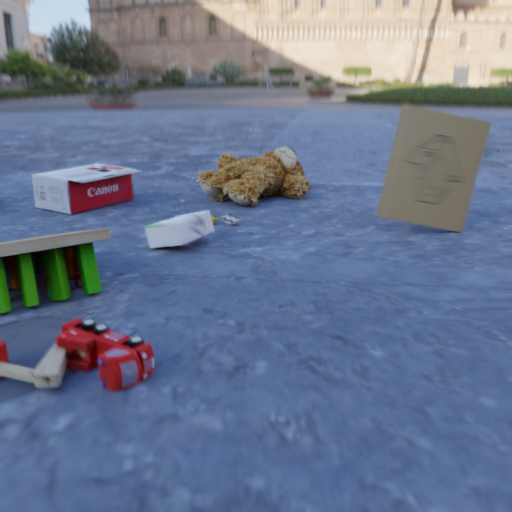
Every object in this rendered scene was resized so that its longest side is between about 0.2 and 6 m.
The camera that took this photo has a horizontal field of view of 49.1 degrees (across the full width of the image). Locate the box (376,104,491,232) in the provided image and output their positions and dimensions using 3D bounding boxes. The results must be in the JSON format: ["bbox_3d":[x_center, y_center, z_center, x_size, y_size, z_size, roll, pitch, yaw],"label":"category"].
[{"bbox_3d":[3.284,-1.595,10.433,1.721,2.105,0.224,9,12,-11],"label":"box"}]

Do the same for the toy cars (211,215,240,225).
[{"bbox_3d":[-0.736,-0.703,11.294,0.820,0.182,0.368,4,22,2],"label":"toy cars"}]

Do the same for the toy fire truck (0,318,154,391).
[{"bbox_3d":[-1.944,1.038,5.612,1.583,0.386,1.116,13,22,32],"label":"toy fire truck"}]

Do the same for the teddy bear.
[{"bbox_3d":[0.083,-2.003,13.781,3.343,1.116,2.424,-13,24,-34],"label":"teddy bear"}]

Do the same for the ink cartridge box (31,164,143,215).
[{"bbox_3d":[-3.782,-1.541,12.813,1.669,0.797,1.902,12,22,32],"label":"ink cartridge box"}]

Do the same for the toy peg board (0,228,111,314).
[{"bbox_3d":[-3.120,0.190,7.832,1.789,0.875,1.782,-11,6,-32],"label":"toy peg board"}]

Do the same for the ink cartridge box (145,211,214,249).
[{"bbox_3d":[-1.329,-0.470,9.871,0.728,0.420,1.000,-6,12,31],"label":"ink cartridge box"}]
